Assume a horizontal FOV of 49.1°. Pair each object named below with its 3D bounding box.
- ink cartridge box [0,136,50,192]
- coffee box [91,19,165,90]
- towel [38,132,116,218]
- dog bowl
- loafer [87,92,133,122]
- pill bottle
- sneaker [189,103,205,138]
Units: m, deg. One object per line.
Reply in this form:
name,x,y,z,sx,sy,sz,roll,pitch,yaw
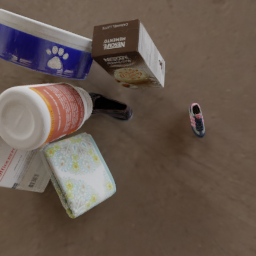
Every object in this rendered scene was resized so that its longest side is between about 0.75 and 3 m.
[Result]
ink cartridge box,-2.896,0.782,7.150,0.783,2.309,1.340,21,82,30
coffee box,0.091,-1.804,7.394,1.238,2.164,0.863,-1,75,24
towel,-1.314,1.171,7.559,0.484,1.722,2.011,-34,80,37
dog bowl,-2.184,-2.165,7.318,2.631,2.631,1.036,20,104,2
loafer,-0.765,-0.718,8.121,1.888,0.595,0.679,16,71,12
pill bottle,-1.841,-0.399,6.779,1.359,2.422,1.359,4,103,19
sneaker,2.045,-0.226,8.267,0.370,0.433,1.054,-15,81,-1
